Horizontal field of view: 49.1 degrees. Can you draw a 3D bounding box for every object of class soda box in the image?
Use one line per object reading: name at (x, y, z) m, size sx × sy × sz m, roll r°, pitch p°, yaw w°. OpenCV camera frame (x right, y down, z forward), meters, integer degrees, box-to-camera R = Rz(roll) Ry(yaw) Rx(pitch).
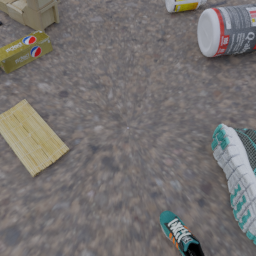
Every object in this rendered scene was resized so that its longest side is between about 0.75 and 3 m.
soda box at (-3.394, -2.511, 9.140) m, size 1.762 × 0.564 × 0.597 m, roll -37°, pitch 62°, yaw -22°

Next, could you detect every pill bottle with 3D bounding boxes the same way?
pill bottle at (2.218, -4.910, 10.669) m, size 1.449 × 0.791 × 0.791 m, roll -11°, pitch 56°, yaw -8°
pill bottle at (3.699, -3.178, 9.032) m, size 2.562 × 1.484 × 1.484 m, roll -9°, pitch 56°, yaw -5°

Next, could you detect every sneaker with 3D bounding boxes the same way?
sneaker at (1.163, 2.279, 5.801) m, size 0.504 × 0.564 × 1.413 m, roll -27°, pitch 59°, yaw -18°
sneaker at (2.973, 1.125, 6.318) m, size 1.363 × 1.160 × 2.989 m, roll -3°, pitch 56°, yaw -6°

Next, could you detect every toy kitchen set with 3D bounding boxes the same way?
toy kitchen set at (-3.406, -5.119, 9.997) m, size 2.354 × 2.124 × 1.921 m, roll 32°, pitch 60°, yaw 15°

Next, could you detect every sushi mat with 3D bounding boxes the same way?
sushi mat at (-2.653, 0.192, 7.513) m, size 1.114 × 0.141 × 2.329 m, roll -36°, pitch 62°, yaw -22°

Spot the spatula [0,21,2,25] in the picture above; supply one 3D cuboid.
spatula at (-5.692, -3.893, 10.325) m, size 2.052 × 0.211 × 0.580 m, roll 0°, pitch 57°, yaw 0°
